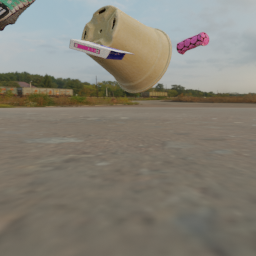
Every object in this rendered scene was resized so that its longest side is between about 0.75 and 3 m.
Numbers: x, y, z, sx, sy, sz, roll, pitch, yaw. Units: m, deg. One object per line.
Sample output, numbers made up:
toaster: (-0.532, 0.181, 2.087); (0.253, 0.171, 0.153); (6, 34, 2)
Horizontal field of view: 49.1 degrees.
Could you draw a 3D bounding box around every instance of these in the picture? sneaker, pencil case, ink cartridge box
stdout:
sneaker: (-3.213, -3.412, 7.930); (1.755, 0.653, 0.768); (-51, 0, -28)
pencil case: (2.517, -3.306, 11.061); (0.594, 0.613, 1.308); (23, -21, -33)
ink cartridge box: (-0.630, -1.843, 6.681); (1.458, 0.270, 0.690); (20, 19, 27)

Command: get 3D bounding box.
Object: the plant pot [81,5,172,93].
plant pot: (-0.229, -3.120, 10.702); (2.870, 2.870, 2.627); (5, -12, 42)
